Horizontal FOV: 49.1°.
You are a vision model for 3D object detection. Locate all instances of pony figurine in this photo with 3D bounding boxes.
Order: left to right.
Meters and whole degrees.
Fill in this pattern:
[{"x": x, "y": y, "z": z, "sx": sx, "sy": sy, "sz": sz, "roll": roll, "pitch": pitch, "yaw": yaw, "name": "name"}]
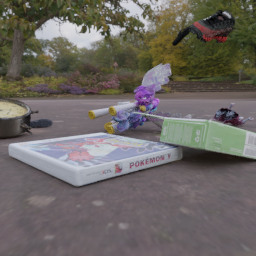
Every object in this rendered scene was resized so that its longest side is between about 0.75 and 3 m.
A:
[{"x": 0.456, "y": -0.741, "z": 9.888, "sx": 2.903, "sy": 2.417, "sz": 2.802, "roll": -23, "pitch": 10, "yaw": -33, "name": "pony figurine"}]

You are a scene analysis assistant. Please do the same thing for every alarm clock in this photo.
[{"x": -4.354, "y": -0.368, "z": 8.926, "sx": 2.690, "sy": 0.896, "sz": 1.815, "roll": 12, "pitch": 22, "yaw": -12, "name": "alarm clock"}]

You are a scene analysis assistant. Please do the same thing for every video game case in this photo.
[{"x": -0.752, "y": 0.496, "z": 6.014, "sx": 2.594, "sy": 0.327, "sz": 2.847, "roll": -7, "pitch": 10, "yaw": -42, "name": "video game case"}]

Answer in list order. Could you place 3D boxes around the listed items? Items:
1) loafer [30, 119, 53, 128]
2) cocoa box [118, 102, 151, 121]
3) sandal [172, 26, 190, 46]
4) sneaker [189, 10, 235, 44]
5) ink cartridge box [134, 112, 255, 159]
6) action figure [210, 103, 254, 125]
[{"x": -3.557, "y": -0.184, "z": 11.242, "sx": 0.997, "sy": 0.358, "sz": 0.314, "roll": -6, "pitch": 5, "yaw": -22, "name": "loafer"}, {"x": 0.318, "y": -0.784, "z": 13.480, "sx": 0.949, "sy": 0.934, "sz": 1.423, "roll": 7, "pitch": 10, "yaw": 44, "name": "cocoa box"}, {"x": 2.487, "y": -4.374, "z": 13.117, "sx": 1.173, "sy": 0.281, "sz": 0.441, "roll": -42, "pitch": -24, "yaw": 24, "name": "sandal"}, {"x": 2.521, "y": -3.009, "z": 8.182, "sx": 1.920, "sy": 0.679, "sz": 0.938, "roll": -15, "pitch": -28, "yaw": -43, "name": "sneaker"}, {"x": 1.462, "y": 0.136, "z": 6.389, "sx": 1.840, "sy": 0.606, "sz": 2.529, "roll": 11, "pitch": -1, "yaw": -33, "name": "ink cartridge box"}, {"x": 4.354, "y": -0.332, "z": 11.660, "sx": 1.581, "sy": 1.178, "sz": 1.059, "roll": 17, "pitch": 24, "yaw": -49, "name": "action figure"}]
